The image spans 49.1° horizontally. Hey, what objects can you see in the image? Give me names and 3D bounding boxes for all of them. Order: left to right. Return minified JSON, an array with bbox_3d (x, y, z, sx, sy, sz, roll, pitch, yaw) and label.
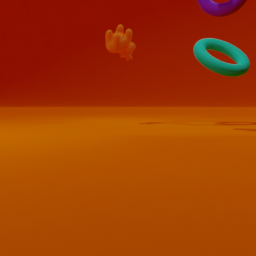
[{"bbox_3d":[-0.262,-2.791,9.548,0.732,1.313,1.334,34,49,21],"label":"cow figurine"},{"bbox_3d":[3.166,-2.417,9.485,1.968,0.394,1.968,10,44,-10],"label":"ring"},{"bbox_3d":[2.501,-3.502,6.262,1.732,1.850,0.855,-3,24,-1],"label":"knot shape"}]
